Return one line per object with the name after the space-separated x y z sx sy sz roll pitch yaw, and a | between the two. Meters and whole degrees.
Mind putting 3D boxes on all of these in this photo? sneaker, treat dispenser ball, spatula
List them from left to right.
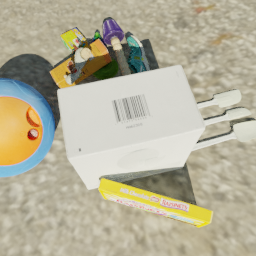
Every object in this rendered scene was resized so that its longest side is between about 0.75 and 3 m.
-3.079 -0.006 7.015 2.443 2.443 2.443 0 65 0 | treat dispenser ball
0.255 -2.211 8.951 0.631 0.614 1.585 -17 83 -6 | sneaker
2.585 -0.197 8.394 2.517 0.202 1.750 -15 67 -8 | spatula

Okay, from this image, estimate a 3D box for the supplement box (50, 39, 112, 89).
-1.469 -1.948 8.786 1.866 0.621 0.642 -36 69 -2 | supplement box

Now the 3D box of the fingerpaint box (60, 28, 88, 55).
-1.850 -2.993 9.637 0.644 0.283 0.772 -33 69 -15 | fingerpaint box

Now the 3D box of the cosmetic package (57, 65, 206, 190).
0.027 0.150 6.824 2.740 2.749 1.690 -12 65 -5 | cosmetic package

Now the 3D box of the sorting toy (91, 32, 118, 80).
-0.725 -1.989 8.855 0.900 0.893 2.594 -14 67 -6 | sorting toy

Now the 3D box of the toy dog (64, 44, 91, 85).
-1.538 -1.913 8.086 0.577 0.790 1.198 31 69 -16 | toy dog

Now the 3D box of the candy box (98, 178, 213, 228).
0.604 1.848 6.806 2.596 1.327 0.343 15 66 8 | candy box

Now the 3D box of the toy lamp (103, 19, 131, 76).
-0.228 -2.304 8.887 0.743 0.743 2.554 -18 74 -8 | toy lamp
